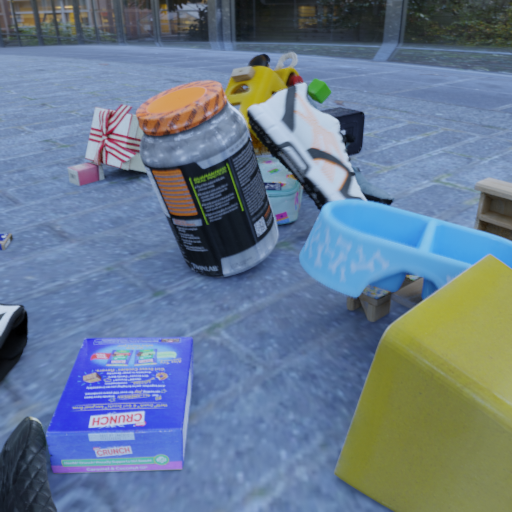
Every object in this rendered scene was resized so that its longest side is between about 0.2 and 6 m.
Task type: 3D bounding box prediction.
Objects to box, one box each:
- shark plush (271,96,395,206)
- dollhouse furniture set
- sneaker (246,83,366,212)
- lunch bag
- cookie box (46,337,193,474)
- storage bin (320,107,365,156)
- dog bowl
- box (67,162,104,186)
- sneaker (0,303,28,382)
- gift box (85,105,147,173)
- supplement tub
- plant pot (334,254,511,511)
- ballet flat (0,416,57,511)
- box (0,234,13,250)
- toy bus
[{"bbox_3d":[1.747,-2.325,13.209,1.673,1.534,3.683,6,36,-31],"label":"shark plush"},{"bbox_3d":[3.214,0.092,8.413,2.746,1.787,2.522,-21,33,-36],"label":"dollhouse furniture set"},{"bbox_3d":[1.398,-1.882,10.989,1.425,3.562,1.313,-38,-2,-5],"label":"sneaker"},{"bbox_3d":[0.052,-1.506,12.577,1.956,0.940,2.439,4,27,7],"label":"lunch bag"},{"bbox_3d":[-1.487,1.669,6.536,1.424,0.626,1.665,-1,26,-1],"label":"cookie box"},{"bbox_3d":[2.193,-3.540,16.289,1.876,1.268,0.879,-20,33,-35],"label":"storage bin"},{"bbox_3d":[2.174,0.050,7.413,3.186,0.790,1.776,17,26,16],"label":"dog bowl"},{"bbox_3d":[-4.370,-2.117,14.390,0.485,0.413,0.759,21,34,37],"label":"box"},{"bbox_3d":[-4.277,0.898,7.773,1.960,1.285,3.406,-5,33,-30],"label":"sneaker"},{"bbox_3d":[-3.310,-2.993,14.426,1.693,1.563,1.581,13,6,33],"label":"gift box"},{"bbox_3d":[-0.811,-1.273,9.484,1.819,2.968,1.819,-12,34,8],"label":"supplement tub"},{"bbox_3d":[2.295,1.561,5.423,1.844,2.091,2.091,34,41,32],"label":"plant pot"},{"bbox_3d":[-2.223,2.338,5.501,0.560,0.655,1.972,34,9,-33],"label":"ballet flat"},{"bbox_3d":[-5.309,-0.259,10.976,0.892,0.144,0.540,-4,27,-5],"label":"box"},{"bbox_3d":[0.012,-3.734,13.030,2.722,1.491,2.885,-39,49,11],"label":"toy bus"}]
